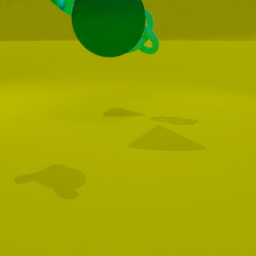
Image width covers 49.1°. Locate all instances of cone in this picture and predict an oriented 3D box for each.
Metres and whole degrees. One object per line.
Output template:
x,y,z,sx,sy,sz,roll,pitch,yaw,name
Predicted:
-1.787,-4.423,8.863,1.200,1.205,1.200,35,28,-21,cone
-0.470,-2.750,7.081,1.678,1.678,1.684,-1,22,-2,cone

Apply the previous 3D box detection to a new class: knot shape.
0.216,-2.731,8.343,1.287,1.375,0.635,-16,19,23,knot shape
